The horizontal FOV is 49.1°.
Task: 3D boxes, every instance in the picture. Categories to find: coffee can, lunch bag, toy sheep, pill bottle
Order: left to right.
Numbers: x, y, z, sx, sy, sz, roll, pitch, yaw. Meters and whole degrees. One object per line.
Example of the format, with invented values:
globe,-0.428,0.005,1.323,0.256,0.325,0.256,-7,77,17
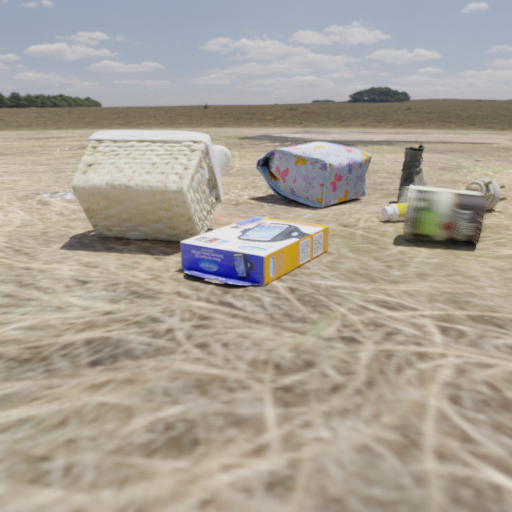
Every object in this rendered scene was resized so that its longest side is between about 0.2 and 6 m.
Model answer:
lunch bag,1.414,-2.117,14.127,2.277,1.448,1.931,25,30,36
pill bottle,2.965,-0.901,11.689,0.668,0.372,0.372,-6,17,-19
coffee can,3.307,-0.730,9.903,1.265,0.926,0.926,8,17,17
toy sheep,5.214,-1.393,12.784,1.186,0.817,0.817,12,7,-34

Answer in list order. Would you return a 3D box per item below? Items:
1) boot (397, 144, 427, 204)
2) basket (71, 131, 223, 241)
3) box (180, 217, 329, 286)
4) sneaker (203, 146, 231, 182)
boot,3.608,-1.795,12.831,0.759,1.464,2.242,1,16,5
basket,-1.922,-1.205,10.039,2.293,1.554,1.414,4,52,13
box,-0.025,-0.120,8.725,1.468,0.512,2.467,9,16,29
sneaker,-1.251,-1.512,10.340,1.922,0.722,0.779,-26,21,-21
